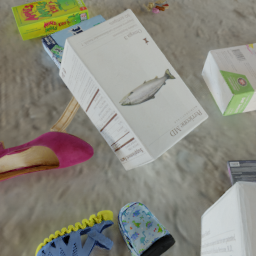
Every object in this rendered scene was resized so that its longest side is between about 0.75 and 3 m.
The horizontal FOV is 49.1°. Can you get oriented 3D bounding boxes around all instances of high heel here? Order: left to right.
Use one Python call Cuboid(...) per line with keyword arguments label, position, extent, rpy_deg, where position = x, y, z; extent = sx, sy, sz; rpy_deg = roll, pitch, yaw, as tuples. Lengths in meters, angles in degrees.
Cuboid(label="high heel", position=(-2.232, 0.794, 6.013), extent=(2.884, 0.971, 1.383), rpy_deg=(2, 34, 6))

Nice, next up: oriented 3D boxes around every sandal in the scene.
Cuboid(label="sandal", position=(-0.960, 2.256, 5.477), extent=(1.674, 0.665, 0.729), rpy_deg=(-22, 64, -12))

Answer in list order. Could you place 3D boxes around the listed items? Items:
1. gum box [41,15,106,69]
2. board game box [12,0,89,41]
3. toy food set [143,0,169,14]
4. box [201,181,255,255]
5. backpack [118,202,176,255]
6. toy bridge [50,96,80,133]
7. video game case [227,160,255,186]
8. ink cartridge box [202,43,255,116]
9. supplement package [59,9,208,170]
Cuboid(label="gum box", position=(-1.298, -2.520, 8.700), extent=(2.129, 0.474, 1.809), rpy_deg=(-30, 61, -18))
Cuboid(label="board game box", position=(-2.605, -3.826, 9.509), extent=(2.312, 0.550, 1.174), rpy_deg=(-20, 59, -13))
Cuboid(label="toy food set", position=(1.064, -4.357, 10.121), extent=(0.993, 0.156, 0.631), rpy_deg=(-17, 58, -20))
Cuboid(label="box", position=(2.668, 2.102, 3.933), extent=(2.878, 2.894, 1.891), rpy_deg=(4, 65, 7))
Cuboid(label="backpack", position=(0.263, 2.018, 5.603), extent=(0.897, 0.845, 1.099), rpy_deg=(-31, 47, -11))
Cuboid(label="toy bridge", position=(-1.025, -0.756, 7.281), extent=(0.370, 0.915, 2.722), rpy_deg=(31, 61, 18))
Cuboid(label="video game case", position=(2.852, 1.352, 6.344), extent=(0.949, 0.126, 1.329), rpy_deg=(-1, 59, -1))
Cuboid(label="ink cartridge box", position=(3.741, -1.459, 7.700), extent=(2.864, 0.964, 1.677), rpy_deg=(-10, 57, -7))
Cuboid(label="supplement package", position=(0.014, -0.749, 6.201), extent=(1.665, 1.671, 2.848), rpy_deg=(-36, 88, -24))
